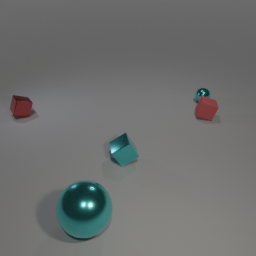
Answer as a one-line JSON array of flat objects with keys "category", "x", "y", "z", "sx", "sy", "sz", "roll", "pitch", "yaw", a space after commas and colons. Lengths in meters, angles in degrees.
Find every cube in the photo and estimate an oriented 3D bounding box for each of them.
[{"category": "cube", "x": -0.140, "y": 0.735, "z": 9.533, "sx": 0.700, "sy": 0.700, "sz": 0.700, "roll": -31, "pitch": 32, "yaw": 8}, {"category": "cube", "x": 3.409, "y": -0.857, "z": 12.141, "sx": 0.700, "sy": 0.700, "sz": 0.700, "roll": 16, "pitch": 34, "yaw": -3}, {"category": "cube", "x": -4.689, "y": -0.960, "z": 12.285, "sx": 0.700, "sy": 0.700, "sz": 0.700, "roll": 5, "pitch": 23, "yaw": -40}]

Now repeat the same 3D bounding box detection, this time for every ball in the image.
[{"category": "ball", "x": 3.577, "y": -1.567, "z": 13.398, "sx": 0.700, "sy": 0.700, "sz": 0.700, "roll": 0, "pitch": 32, "yaw": 0}, {"category": "ball", "x": -1.087, "y": 2.017, "z": 7.025, "sx": 1.400, "sy": 1.400, "sz": 1.400, "roll": 0, "pitch": 32, "yaw": 0}]
